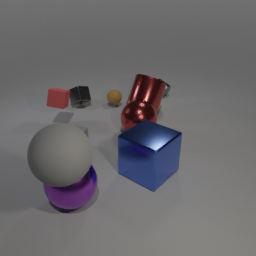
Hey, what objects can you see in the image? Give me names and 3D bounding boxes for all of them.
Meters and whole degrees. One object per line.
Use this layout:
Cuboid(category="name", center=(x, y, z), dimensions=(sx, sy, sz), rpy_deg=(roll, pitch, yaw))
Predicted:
Cuboid(category="cube", center=(-1.862, 0.386, 9.979), dimensions=(0.700, 0.700, 0.700), rpy_deg=(7, 31, 14))
Cuboid(category="cylinder", center=(0.793, -1.442, 12.118), dimensions=(1.400, 1.400, 1.400), rpy_deg=(19, 2, -1))
Cuboid(category="ball", center=(-1.499, 1.410, 7.346), dimensions=(1.400, 1.400, 1.400), rpy_deg=(0, 29, 0))
Cuboid(category="cube", center=(-2.258, -1.530, 13.096), dimensions=(0.700, 0.700, 0.700), rpy_deg=(-16, -5, 37))
Cuboid(category="ball", center=(-1.487, 0.588, 6.190), dimensions=(1.400, 1.400, 1.400), rpy_deg=(0, 29, 0))
Cuboid(category="cube", center=(0.653, 0.776, 8.549), dimensions=(1.400, 1.400, 1.400), rpy_deg=(22, 35, 34))
Cuboid(category="ball", center=(-0.633, -1.456, 13.131), dimensions=(0.700, 0.700, 0.700), rpy_deg=(0, 29, 0))
Cuboid(category="cube", center=(-2.782, -1.200, 11.218), dimensions=(0.700, 0.700, 0.700), rpy_deg=(10, 13, 1))
Cuboid(category="ball", center=(0.414, -0.384, 10.685), dimensions=(1.400, 1.400, 1.400), rpy_deg=(0, 29, 0))
Cuboid(category="cylinder", center=(1.692, -2.040, 14.224), dimensions=(0.700, 0.700, 0.700), rpy_deg=(39, 43, 20))
